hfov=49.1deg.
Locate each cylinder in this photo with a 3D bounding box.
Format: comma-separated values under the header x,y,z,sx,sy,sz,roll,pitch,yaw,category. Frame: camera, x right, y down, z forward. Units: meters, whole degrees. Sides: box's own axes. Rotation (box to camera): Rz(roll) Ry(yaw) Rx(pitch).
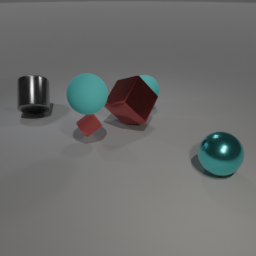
x,y,z,sx,sy,sz,roll,pitch,yaw,category
-4.295,-1.501,12.755,1.400,1.400,1.400,-5,-13,-1,cylinder
-1.454,-0.146,10.517,0.700,0.700,0.700,-38,33,1,cylinder

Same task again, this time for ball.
x,y,z,sx,sy,sz,roll,pitch,yaw,category
0.771,-1.789,13.223,1.400,1.400,1.400,0,28,0,ball
-1.391,-1.154,9.575,1.400,1.400,1.400,0,28,0,ball
2.928,0.806,8.874,1.400,1.400,1.400,0,28,0,ball

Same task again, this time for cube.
x,y,z,sx,sy,sz,roll,pitch,yaw,category
0.122,-1.126,11.641,1.400,1.400,1.400,-2,54,50,cube
